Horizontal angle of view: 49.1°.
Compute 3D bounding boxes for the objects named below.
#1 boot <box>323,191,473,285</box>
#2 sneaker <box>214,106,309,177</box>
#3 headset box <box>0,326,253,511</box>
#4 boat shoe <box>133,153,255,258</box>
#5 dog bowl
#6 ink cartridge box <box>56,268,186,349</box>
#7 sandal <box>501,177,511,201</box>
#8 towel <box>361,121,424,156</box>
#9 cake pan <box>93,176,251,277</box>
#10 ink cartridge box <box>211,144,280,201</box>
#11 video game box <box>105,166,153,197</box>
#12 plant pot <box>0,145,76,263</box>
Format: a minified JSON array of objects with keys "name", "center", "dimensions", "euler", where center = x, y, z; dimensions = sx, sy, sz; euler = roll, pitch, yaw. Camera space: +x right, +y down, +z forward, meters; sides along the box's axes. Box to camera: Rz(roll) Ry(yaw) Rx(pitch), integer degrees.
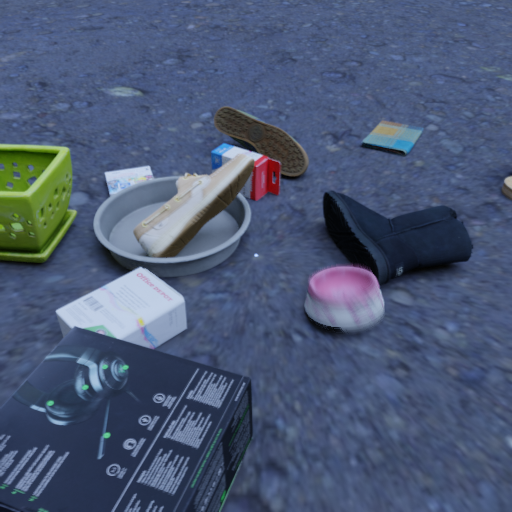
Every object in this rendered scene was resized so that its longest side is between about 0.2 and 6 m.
[{"name":"boot","center":[2.265,-0.468,9.165],"dimensions":[1.780,0.809,2.118],"euler":[-15,44,-16]},{"name":"sneaker","center":[0.239,-2.396,11.735],"dimensions":[2.259,0.758,1.014],"euler":[34,15,15]},{"name":"headset box","center":[-1.504,1.996,5.675],"dimensions":[2.393,1.110,2.084],"euler":[12,40,16]},{"name":"boat shoe","center":[-1.009,-0.922,8.964],"dimensions":[0.800,0.853,2.314],"euler":[42,77,11]},{"name":"dog bowl","center":[1.242,0.541,7.978],"dimensions":[1.137,0.419,1.137],"euler":[-5,25,2]},{"name":"ink cartridge box","center":[-1.786,0.866,7.582],"dimensions":[1.016,0.612,1.398],"euler":[32,48,33]},{"name":"sandal","center":[5.598,-1.065,9.971],"dimensions":[0.890,0.799,2.428],"euler":[-27,45,-31]},{"name":"towel","center":[3.100,-2.677,12.653],"dimensions":[1.048,0.155,1.428],"euler":[18,39,22]},{"name":"cake pan","center":[-1.394,-0.527,9.527],"dimensions":[2.611,0.479,2.611],"euler":[0,38,0]},{"name":"ink cartridge box","center":[-0.202,-1.563,10.660],"dimensions":[1.309,0.760,0.440],"euler":[22,42,26]},{"name":"video game box","center":[-2.439,-1.414,10.918],"dimensions":[0.899,0.210,0.819],"euler":[-11,39,-14]},{"name":"plant pot","center":[-3.909,-0.800,9.077],"dimensions":[1.614,1.465,1.606],"euler":[4,38,5]}]
